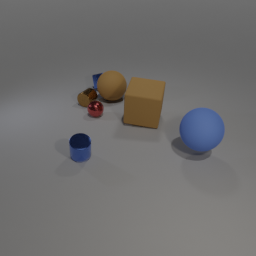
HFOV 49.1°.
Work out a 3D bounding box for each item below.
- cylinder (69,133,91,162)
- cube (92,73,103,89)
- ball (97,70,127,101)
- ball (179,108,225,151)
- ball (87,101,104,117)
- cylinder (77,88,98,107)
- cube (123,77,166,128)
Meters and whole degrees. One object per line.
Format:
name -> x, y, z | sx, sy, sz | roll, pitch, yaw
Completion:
cylinder -> -1.559, 0.645, 9.169 | 0.700, 0.700, 0.700 | 4, 48, -5
cube -> -1.314, -2.445, 14.429 | 0.700, 0.700, 0.700 | -3, 9, 38
ball -> -0.758, -1.994, 13.173 | 1.400, 1.400, 1.400 | 0, 30, 0
ball -> 2.357, 0.048, 8.964 | 1.400, 1.400, 1.400 | 0, 30, 0
ball -> -1.381, -0.818, 11.905 | 0.700, 0.700, 0.700 | 0, 30, 0
cylinder -> -1.868, -1.411, 12.924 | 0.700, 0.700, 0.700 | 13, 32, 21
cube -> 0.661, -1.029, 11.209 | 1.400, 1.400, 1.400 | 10, 40, 8
